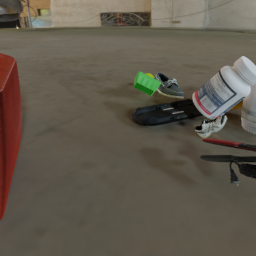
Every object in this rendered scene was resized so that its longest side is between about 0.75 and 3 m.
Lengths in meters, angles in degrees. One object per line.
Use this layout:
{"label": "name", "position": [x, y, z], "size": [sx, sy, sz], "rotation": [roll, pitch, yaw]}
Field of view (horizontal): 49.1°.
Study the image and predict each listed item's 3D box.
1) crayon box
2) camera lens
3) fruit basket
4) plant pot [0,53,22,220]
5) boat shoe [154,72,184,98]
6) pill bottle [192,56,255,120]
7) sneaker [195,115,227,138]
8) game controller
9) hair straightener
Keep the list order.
{"label": "crayon box", "position": [3.099, -0.902, 9.313], "size": [1.160, 0.464, 1.827], "rotation": [-8, 13, -17]}
{"label": "camera lens", "position": [4.004, -0.791, 7.900], "size": [1.400, 1.751, 1.400], "rotation": [0, 24, 0]}
{"label": "fruit basket", "position": [0.738, -1.764, 10.410], "size": [0.996, 0.996, 0.719], "rotation": [-8, -19, -17]}
{"label": "plant pot", "position": [-3.124, -0.204, 4.874], "size": [2.537, 2.235, 2.534], "rotation": [14, 27, -21]}
{"label": "boat shoe", "position": [1.588, -1.708, 11.174], "size": [0.772, 0.655, 2.119], "rotation": [5, 21, -23]}
{"label": "pill bottle", "position": [2.620, -1.053, 7.426], "size": [0.982, 1.642, 0.982], "rotation": [26, 41, -25]}
{"label": "sneaker", "position": [2.155, -0.077, 7.369], "size": [0.409, 0.933, 0.353], "rotation": [37, 41, -10]}
{"label": "game controller", "position": [1.325, -0.464, 8.771], "size": [2.353, 0.495, 1.227], "rotation": [-12, 29, -24]}
{"label": "hair straightener", "position": [2.208, 0.691, 5.198], "size": [0.439, 0.826, 2.146], "rotation": [13, -4, -35]}
